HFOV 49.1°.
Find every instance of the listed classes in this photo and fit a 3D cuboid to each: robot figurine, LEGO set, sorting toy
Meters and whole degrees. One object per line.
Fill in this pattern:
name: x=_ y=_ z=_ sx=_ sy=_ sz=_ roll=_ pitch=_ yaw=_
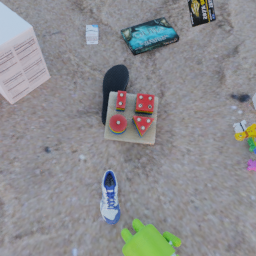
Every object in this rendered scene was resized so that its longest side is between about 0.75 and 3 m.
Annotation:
robot figurine: x=0.685 y=3.745 z=8.253 sx=1.863 sy=1.229 sz=2.124 roll=-36 pitch=66 yaw=-20
LEGO set: x=4.415 y=0.545 z=10.369 sx=0.894 sy=0.831 sz=2.177 roll=-9 pitch=59 yaw=-5
sorting toy: x=0.161 y=-0.471 z=10.712 sx=1.938 sy=0.674 sz=1.926 roll=7 pitch=73 yaw=-2

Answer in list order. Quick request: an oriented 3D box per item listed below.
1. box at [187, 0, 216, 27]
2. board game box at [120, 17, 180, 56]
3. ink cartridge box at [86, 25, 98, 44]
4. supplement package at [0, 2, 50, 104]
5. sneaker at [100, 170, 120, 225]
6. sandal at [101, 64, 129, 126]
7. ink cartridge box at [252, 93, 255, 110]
box: x=2.562 y=-4.357 z=9.921 sx=0.332 sy=1.345 sz=1.074 roll=-20 pitch=17 yaw=-18
board game box: x=1.043 y=-4.502 z=13.609 sx=2.419 sy=0.341 sz=1.636 roll=-21 pitch=62 yaw=-12
ink cartridge box: x=-1.744 y=-4.558 z=13.647 sx=0.578 sy=0.333 sz=0.997 roll=-2 pitch=60 yaw=-1
supplement package: x=-4.888 y=-2.927 z=11.238 sx=2.133 sy=2.811 sz=2.118 roll=39 pitch=67 yaw=20
sneaker: x=-0.637 y=2.279 z=9.369 sx=0.673 sy=0.788 sz=1.788 roll=-7 pitch=61 yaw=-5
sandal: x=-0.603 y=-1.343 z=11.649 sx=1.052 sy=0.670 sz=2.799 roll=9 pitch=73 yaw=2
ink cartridge box: x=5.938 y=-1.227 z=11.274 sx=1.422 sy=1.050 sz=0.609 roll=0 pitch=59 yaw=1
